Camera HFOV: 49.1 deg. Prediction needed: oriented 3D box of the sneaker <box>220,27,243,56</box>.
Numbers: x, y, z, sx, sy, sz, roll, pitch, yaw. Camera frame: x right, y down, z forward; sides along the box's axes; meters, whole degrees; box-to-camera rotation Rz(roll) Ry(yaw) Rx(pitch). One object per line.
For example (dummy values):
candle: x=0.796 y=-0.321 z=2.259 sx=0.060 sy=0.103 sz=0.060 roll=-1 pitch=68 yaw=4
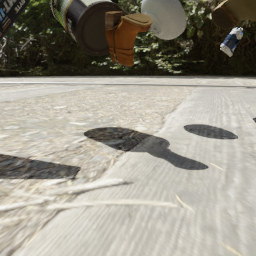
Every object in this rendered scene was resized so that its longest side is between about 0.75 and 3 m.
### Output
sneaker: x=3.912 y=-3.210 z=10.347 sx=0.529 sy=0.962 sz=1.313 roll=44 pitch=19 yaw=14

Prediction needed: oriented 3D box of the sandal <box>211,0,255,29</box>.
sandal: x=2.693 y=-2.734 z=5.925 sx=0.878 sy=0.788 sz=2.395 roll=43 pitch=-1 yaw=-18

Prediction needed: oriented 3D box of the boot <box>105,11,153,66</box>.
boot: x=0.037 y=-2.162 z=6.988 sx=0.619 sy=1.299 sz=1.679 roll=-21 pitch=33 yaw=-27

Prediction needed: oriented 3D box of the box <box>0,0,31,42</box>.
box: x=-3.766 y=-2.654 z=6.493 sx=2.544 sy=2.563 sz=0.637 roll=20 pitch=-16 yaw=23

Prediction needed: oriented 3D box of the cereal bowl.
cereal bowl: x=1.060 y=-3.672 z=9.353 sx=0.723 sy=1.736 sz=1.736 roll=-43 pitch=29 yaw=-17

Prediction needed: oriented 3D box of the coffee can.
coffee can: x=-1.251 y=-3.461 z=8.624 sx=1.598 sy=1.598 sz=2.184 roll=-9 pitch=45 yaw=-33
